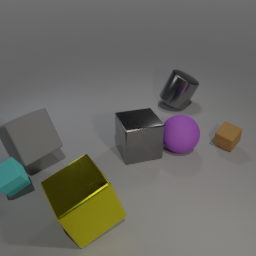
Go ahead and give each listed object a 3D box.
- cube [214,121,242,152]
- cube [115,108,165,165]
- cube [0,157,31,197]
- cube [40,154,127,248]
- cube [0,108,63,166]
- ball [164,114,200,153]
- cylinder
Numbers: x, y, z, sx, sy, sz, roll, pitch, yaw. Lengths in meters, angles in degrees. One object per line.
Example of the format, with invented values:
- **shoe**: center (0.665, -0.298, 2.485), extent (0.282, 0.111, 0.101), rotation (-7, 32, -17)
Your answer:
- **cube**: center (3.719, 0.317, 10.422), extent (0.700, 0.700, 0.700), rotation (31, 63, 33)
- **cube**: center (0.383, 0.262, 10.095), extent (1.400, 1.400, 1.400), rotation (-9, 31, -14)
- **cube**: center (-3.346, 1.397, 7.984), extent (0.700, 0.700, 0.700), rotation (-33, 59, -10)
- **cube**: center (-1.115, 1.812, 7.099), extent (1.400, 1.400, 1.400), rotation (-33, 40, -14)
- **cube**: center (-3.300, 0.297, 9.335), extent (1.400, 1.400, 1.400), rotation (-31, 16, -34)
- **ball**: center (1.904, 0.208, 10.193), extent (1.400, 1.400, 1.400), rotation (0, 30, 0)
- **cylinder**: center (2.418, -1.824, 13.263), extent (1.400, 1.400, 1.400), rotation (21, 28, -12)
